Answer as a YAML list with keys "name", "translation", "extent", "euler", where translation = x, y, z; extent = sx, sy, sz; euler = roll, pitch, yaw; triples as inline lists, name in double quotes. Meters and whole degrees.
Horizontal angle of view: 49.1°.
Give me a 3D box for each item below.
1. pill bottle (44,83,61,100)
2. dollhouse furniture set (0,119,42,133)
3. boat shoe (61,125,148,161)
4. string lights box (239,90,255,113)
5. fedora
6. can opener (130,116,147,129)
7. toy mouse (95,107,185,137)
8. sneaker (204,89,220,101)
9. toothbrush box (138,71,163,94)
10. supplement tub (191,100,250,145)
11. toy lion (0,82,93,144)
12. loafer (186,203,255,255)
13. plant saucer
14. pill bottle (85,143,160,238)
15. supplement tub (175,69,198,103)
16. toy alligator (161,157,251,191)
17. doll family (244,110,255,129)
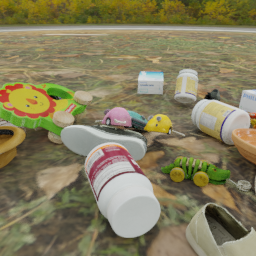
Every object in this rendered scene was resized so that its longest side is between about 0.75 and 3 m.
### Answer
- name: "pill bottle"
  translation: [-3.180, -1.164, 11.065]
  extent: [1.036, 1.036, 1.853]
  euler: [-6, 25, -12]
- name: "dollhouse furniture set"
  translation: [-4.026, -0.259, 9.314]
  extent: [1.951, 0.864, 1.011]
  euler: [-18, 30, -33]
- name: "boat shoe"
  translation: [-0.670, 0.362, 8.080]
  extent: [2.479, 0.876, 0.789]
  euler: [12, 26, 7]
- name: "string lights box"
  translation: [5.637, -0.992, 10.639]
  extent: [2.568, 0.757, 1.319]
  euler: [-7, 23, -30]
- name: "fedora"
  translation: [-3.662, 0.611, 7.551]
  extent: [1.873, 0.764, 1.873]
  euler: [-4, 28, 2]
- name: "can opener"
  translation: [0.151, -0.192, 8.752]
  extent: [0.933, 0.249, 0.312]
  euler: [22, 14, -1]
- name: "toy mouse"
  translation: [0.018, -0.275, 8.721]
  extent: [2.637, 0.574, 2.968]
  euler: [9, 1, 35]
- name: "sneaker"
  translation: [3.729, -1.490, 12.497]
  extent: [0.636, 0.424, 1.110]
  euler: [10, 31, 6]
- name: "toothbrush box"
  translation: [1.128, -2.247, 13.791]
  extent: [1.207, 0.703, 1.649]
  euler: [2, 25, 4]
- name: "supplement tub"
  translation: [2.914, -0.243, 8.946]
  extent: [1.130, 1.130, 1.555]
  euler: [-14, 28, -28]
- name: "toy lion"
  translation: [-2.776, -0.777, 9.141]
  extent: [2.555, 0.915, 2.666]
  euler: [27, 33, -1]
- name: "loafer"
  translation: [1.798, 2.065, 4.299]
  extent: [0.930, 0.839, 2.458]
  euler: [-14, 28, -28]
- name: "plant saucer"
  translation: [4.022, 0.667, 7.162]
  extent: [2.753, 0.515, 2.753]
  euler: [11, 16, -3]
- name: "pill bottle"
  translation: [-0.165, 1.202, 5.828]
  extent: [1.130, 1.130, 1.980]
  euler: [-8, 26, -17]
- name: "supplement tub"
  translation: [2.433, -1.718, 11.612]
  extent: [0.885, 1.217, 0.885]
  euler: [10, -13, 2]
- name: "toy alligator"
  translation: [1.889, 1.047, 6.881]
  extent: [2.184, 0.525, 0.724]
  euler: [7, 26, 16]
- name: "doll family"
  translation: [4.518, -0.141, 9.547]
  extent: [1.317, 0.593, 0.817]
  euler: [12, 7, -34]
